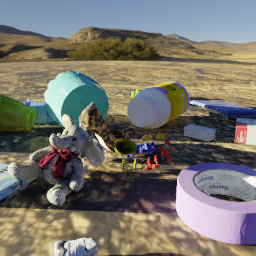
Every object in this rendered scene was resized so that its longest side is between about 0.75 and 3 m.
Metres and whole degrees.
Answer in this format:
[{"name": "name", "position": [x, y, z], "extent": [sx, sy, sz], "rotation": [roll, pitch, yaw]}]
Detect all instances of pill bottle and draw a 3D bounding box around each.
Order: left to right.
[{"name": "pill bottle", "position": [1.202, -0.890, 10.919], "extent": [1.535, 1.535, 2.945], "rotation": [11, 20, 31]}]

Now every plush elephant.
[{"name": "plush elephant", "position": [-1.363, 0.558, 6.142], "extent": [1.509, 1.418, 1.832], "rotation": [28, 22, 27]}]

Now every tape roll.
[{"name": "tape roll", "position": [1.882, 1.315, 5.303], "extent": [1.899, 0.623, 1.899], "rotation": [-1, 16, 0]}]

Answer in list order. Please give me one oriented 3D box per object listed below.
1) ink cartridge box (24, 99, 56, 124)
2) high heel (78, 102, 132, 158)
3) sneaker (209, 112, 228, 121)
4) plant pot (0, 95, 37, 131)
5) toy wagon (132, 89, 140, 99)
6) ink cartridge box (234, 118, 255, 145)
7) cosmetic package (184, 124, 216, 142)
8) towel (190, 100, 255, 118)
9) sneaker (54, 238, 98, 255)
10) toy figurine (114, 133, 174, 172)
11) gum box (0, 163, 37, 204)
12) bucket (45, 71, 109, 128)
[{"name": "ink cartridge box", "position": [-3.572, -0.725, 11.703], "extent": [2.090, 0.798, 1.426], "rotation": [-6, 18, -14]}, {"name": "high heel", "position": [-0.473, -0.084, 8.024], "extent": [0.792, 1.581, 2.218], "rotation": [32, 31, 33]}, {"name": "sneaker", "position": [3.835, -0.504, 11.748], "extent": [0.399, 0.341, 0.916], "rotation": [-4, 17, -29]}, {"name": "plant pot", "position": [-4.079, -0.435, 10.163], "extent": [1.284, 1.333, 1.333], "rotation": [12, 18, 1]}, {"name": "toy wagon", "position": [1.215, -1.772, 15.570], "extent": [1.966, 0.501, 2.534], "rotation": [5, 18, 17]}, {"name": "ink cartridge box", "position": [4.284, 0.146, 9.117], "extent": [1.461, 0.605, 1.065], "rotation": [7, 18, 21]}, {"name": "cosmetic package", "position": [2.440, 0.153, 9.560], "extent": [0.939, 0.335, 0.476], "rotation": [15, 23, 40]}, {"name": "towel", "position": [4.381, -0.861, 12.624], "extent": [2.069, 0.341, 2.857], "rotation": [1, 14, -20]}, {"name": "sneaker", "position": [-0.674, 1.871, 3.865], "extent": [0.602, 0.393, 1.047], "rotation": [-9, 15, -17]}, {"name": "toy figurine", "position": [0.232, 0.740, 7.477], "extent": [1.745, 0.920, 1.045], "rotation": [-6, -12, -33]}, {"name": "gum box", "position": [-2.990, 1.183, 6.253], "extent": [1.379, 0.307, 1.172], "rotation": [8, 19, 23]}, {"name": "bucket", "position": [-1.803, -0.872, 10.086], "extent": [2.150, 2.150, 1.399], "rotation": [-11, 29, -32]}]
